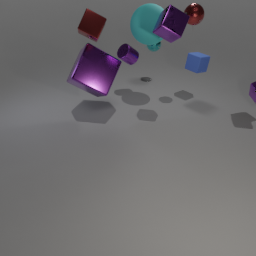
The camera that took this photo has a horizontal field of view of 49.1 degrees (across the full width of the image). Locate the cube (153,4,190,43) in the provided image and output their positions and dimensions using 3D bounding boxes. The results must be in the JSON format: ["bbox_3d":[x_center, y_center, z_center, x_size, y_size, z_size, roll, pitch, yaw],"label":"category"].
[{"bbox_3d":[1.265,-3.061,8.289,0.700,0.700,0.700,24,-4,-16],"label":"cube"}]

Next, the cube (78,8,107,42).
[{"bbox_3d":[-1.164,-3.296,9.047,0.700,0.700,0.700,24,4,-11],"label":"cube"}]

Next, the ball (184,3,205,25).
[{"bbox_3d":[2.255,-3.881,9.575,0.700,0.700,0.700,0,31,0],"label":"ball"}]

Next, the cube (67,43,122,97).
[{"bbox_3d":[-1.297,-2.093,10.454,1.400,1.400,1.400,25,-4,-20],"label":"cube"}]

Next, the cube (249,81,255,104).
[{"bbox_3d":[5.108,-1.367,10.598,0.700,0.700,0.700,-22,55,2],"label":"cube"}]

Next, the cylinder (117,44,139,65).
[{"bbox_3d":[0.001,-3.193,12.170,0.700,0.700,0.700,22,9,-46],"label":"cylinder"}]

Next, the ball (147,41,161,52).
[{"bbox_3d":[1.268,-4.100,13.718,0.700,0.700,0.700,0,31,0],"label":"ball"}]

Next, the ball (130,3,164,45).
[{"bbox_3d":[0.777,-3.720,10.085,1.400,1.400,1.400,0,31,0],"label":"ball"}]

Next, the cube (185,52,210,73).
[{"bbox_3d":[3.007,-2.836,12.128,0.700,0.700,0.700,-16,37,-38],"label":"cube"}]
